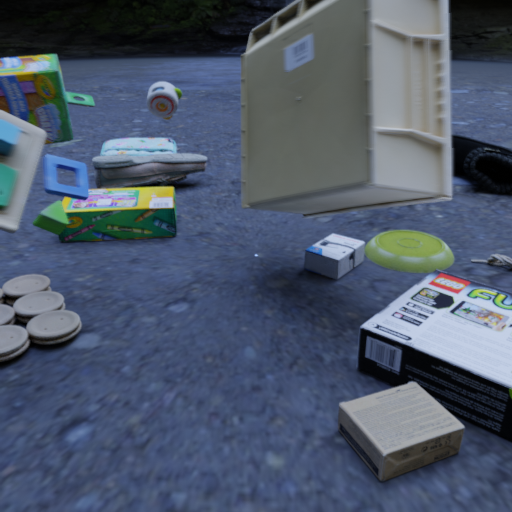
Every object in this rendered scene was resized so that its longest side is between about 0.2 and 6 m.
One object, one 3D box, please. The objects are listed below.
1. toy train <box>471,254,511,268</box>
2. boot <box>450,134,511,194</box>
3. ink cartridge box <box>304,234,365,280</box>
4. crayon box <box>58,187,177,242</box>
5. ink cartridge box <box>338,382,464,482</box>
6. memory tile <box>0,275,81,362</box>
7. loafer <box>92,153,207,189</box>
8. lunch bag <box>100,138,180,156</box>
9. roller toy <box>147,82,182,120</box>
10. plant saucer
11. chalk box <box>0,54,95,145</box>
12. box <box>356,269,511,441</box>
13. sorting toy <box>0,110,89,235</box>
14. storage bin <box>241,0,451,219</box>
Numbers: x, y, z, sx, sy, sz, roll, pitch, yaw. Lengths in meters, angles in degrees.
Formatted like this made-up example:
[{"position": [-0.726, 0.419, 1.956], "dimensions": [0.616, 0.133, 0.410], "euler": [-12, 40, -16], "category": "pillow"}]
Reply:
[{"position": [5.022, -0.279, 9.667], "dimensions": [2.290, 1.325, 0.969], "euler": [10, 26, 20], "category": "toy train"}, {"position": [5.614, -2.470, 14.779], "dimensions": [2.714, 1.021, 2.029], "euler": [10, 27, 19], "category": "boot"}, {"position": [1.431, -0.006, 10.170], "dimensions": [0.707, 0.412, 0.977], "euler": [18, 30, 34], "category": "ink cartridge box"}, {"position": [-2.865, -0.903, 11.785], "dimensions": [2.338, 0.681, 1.389], "euler": [-3, 25, -7], "category": "crayon box"}, {"position": [1.552, 1.876, 6.102], "dimensions": [1.050, 0.395, 0.865], "euler": [-10, 26, -21], "category": "ink cartridge box"}, {"position": [-4.222, 1.075, 8.034], "dimensions": [2.970, 0.249, 2.276], "euler": [-18, 30, -32], "category": "memory tile"}, {"position": [-2.693, -2.134, 14.382], "dimensions": [2.878, 0.905, 1.035], "euler": [-4, 18, -16], "category": "loafer"}, {"position": [-3.194, -2.731, 15.593], "dimensions": [2.151, 0.829, 1.725], "euler": [-3, 25, -7], "category": "lunch bag"}, {"position": [-1.791, -2.970, 10.731], "dimensions": [0.590, 0.647, 0.452], "euler": [20, 43, -24], "category": "roller toy"}, {"position": [2.912, -0.146, 10.669], "dimensions": [1.672, 0.260, 1.672], "euler": [0, 25, 0], "category": "plant saucer"}, {"position": [-3.247, -2.252, 8.099], "dimensions": [1.706, 1.058, 1.065], "euler": [-12, 34, -15], "category": "chalk box"}, {"position": [3.545, 1.401, 6.749], "dimensions": [4.060, 0.705, 2.234], "euler": [20, 32, 37], "category": "box"}, {"position": [-3.158, -1.200, 6.064], "dimensions": [2.937, 0.400, 1.653], "euler": [24, 49, -31], "category": "sorting toy"}, {"position": [1.176, -2.274, 8.517], "dimensions": [1.471, 3.117, 3.140], "euler": [1, -2, -33], "category": "storage bin"}]
